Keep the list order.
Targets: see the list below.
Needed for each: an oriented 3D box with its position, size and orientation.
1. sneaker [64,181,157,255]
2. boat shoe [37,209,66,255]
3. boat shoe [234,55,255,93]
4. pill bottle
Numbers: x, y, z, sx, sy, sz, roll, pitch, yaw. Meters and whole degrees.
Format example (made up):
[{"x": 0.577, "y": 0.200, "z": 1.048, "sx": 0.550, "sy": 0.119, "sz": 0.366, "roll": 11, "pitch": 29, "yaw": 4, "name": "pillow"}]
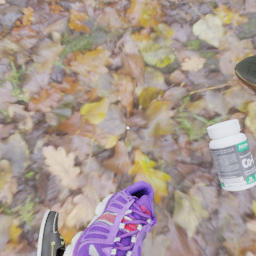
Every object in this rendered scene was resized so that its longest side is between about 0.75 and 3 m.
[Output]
[{"x": -0.114, "y": 1.775, "z": 4.855, "sx": 1.202, "sy": 2.981, "sz": 1.244, "roll": 43, "pitch": 110, "yaw": -8, "name": "sneaker"}, {"x": -1.400, "y": 2.322, "z": 5.183, "sx": 0.515, "sy": 0.609, "sz": 1.709, "roll": 0, "pitch": 45, "yaw": -4, "name": "boat shoe"}, {"x": 2.936, "y": -0.548, "z": 4.996, "sx": 0.949, "sy": 0.927, "sz": 2.509, "roll": -29, "pitch": 40, "yaw": -9, "name": "boat shoe"}, {"x": 1.983, "y": 0.509, "z": 5.377, "sx": 0.701, "sy": 0.701, "sz": 1.240, "roll": -18, "pitch": 91, "yaw": -6, "name": "pill bottle"}]
